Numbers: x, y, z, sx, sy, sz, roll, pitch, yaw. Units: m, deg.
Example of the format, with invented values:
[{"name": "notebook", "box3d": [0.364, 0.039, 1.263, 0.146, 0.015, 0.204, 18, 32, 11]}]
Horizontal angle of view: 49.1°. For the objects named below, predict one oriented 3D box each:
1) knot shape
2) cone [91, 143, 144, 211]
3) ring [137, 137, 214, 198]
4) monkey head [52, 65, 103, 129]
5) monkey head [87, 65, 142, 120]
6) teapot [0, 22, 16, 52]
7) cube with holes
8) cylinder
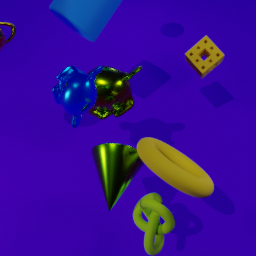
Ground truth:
[{"name": "knot shape", "box3d": [0.495, 1.730, 5.363, 0.550, 1.114, 1.190, -3, 54, -14]}, {"name": "cone", "box3d": [-0.260, 1.015, 5.255, 1.091, 1.091, 1.095, 6, 60, 4]}, {"name": "ring", "box3d": [0.773, 0.625, 4.625, 1.433, 1.433, 0.287, 37, 102, 20]}, {"name": "monkey head", "box3d": [-0.868, -0.683, 5.181, 0.785, 1.303, 0.937, 33, 25, 13]}, {"name": "monkey head", "box3d": [-0.436, -0.925, 6.413, 1.901, 1.146, 1.368, -7, 28, 21]}, {"name": "teapot", "box3d": [-3.174, -1.918, 5.569, 1.917, 1.192, 0.938, -16, 98, -40]}, {"name": "cube with holes", "box3d": [2.052, -1.892, 7.562, 0.709, 0.709, 0.709, -40, 81, 10]}, {"name": "cylinder", "box3d": [-0.984, -2.973, 6.680, 1.285, 1.285, 1.285, 36, 94, 20]}]
